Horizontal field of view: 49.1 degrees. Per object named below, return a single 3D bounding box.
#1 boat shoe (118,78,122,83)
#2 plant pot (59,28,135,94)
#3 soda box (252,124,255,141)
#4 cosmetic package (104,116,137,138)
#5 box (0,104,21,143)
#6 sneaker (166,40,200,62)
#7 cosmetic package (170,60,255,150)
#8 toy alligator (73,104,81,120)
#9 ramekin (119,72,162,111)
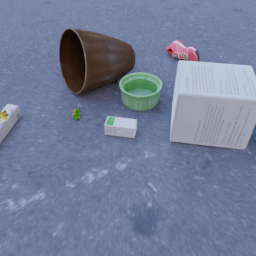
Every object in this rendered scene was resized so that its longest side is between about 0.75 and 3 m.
[{"bbox_3d":[0.145,-2.293,13.027,1.223,0.381,0.456,-4,45,-2],"label":"boat shoe"},{"bbox_3d":[-1.198,-3.036,12.513,2.880,2.692,2.692,-13,43,-33],"label":"plant pot"},{"bbox_3d":[5.026,0.511,9.749,0.750,0.709,2.211,0,42,0],"label":"soda box"},{"bbox_3d":[-0.263,-0.037,10.508,1.143,0.485,0.615,5,39,6],"label":"cosmetic package"},{"bbox_3d":[-4.807,0.110,10.316,0.507,0.543,2.623,8,44,9],"label":"box"},{"bbox_3d":[2.805,-3.823,14.554,0.925,0.786,2.133,-32,45,-15],"label":"sneaker"},{"bbox_3d":[3.004,-0.875,10.120,2.682,2.231,2.244,6,43,6],"label":"cosmetic package"},{"bbox_3d":[-2.097,-0.612,11.317,0.260,0.284,0.958,-33,36,25],"label":"toy alligator"},{"bbox_3d":[0.526,-1.512,11.815,1.773,0.866,1.773,0,43,0],"label":"ramekin"}]
